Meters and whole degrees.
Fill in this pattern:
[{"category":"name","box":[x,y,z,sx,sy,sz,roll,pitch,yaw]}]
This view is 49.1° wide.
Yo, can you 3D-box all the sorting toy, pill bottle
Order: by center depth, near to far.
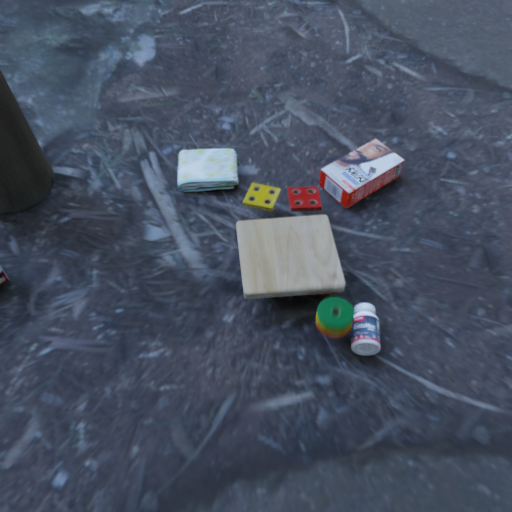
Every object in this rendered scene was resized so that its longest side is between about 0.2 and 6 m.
[{"category":"pill bottle","box":[1.908,1.274,9.824,0.496,0.496,0.830,4,53,3]},{"category":"sorting toy","box":[0.581,0.029,10.633,1.803,0.633,3.741,-5,49,-4]}]

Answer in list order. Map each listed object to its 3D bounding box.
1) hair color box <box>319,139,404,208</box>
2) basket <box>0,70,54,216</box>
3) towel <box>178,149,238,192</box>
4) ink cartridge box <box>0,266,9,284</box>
[{"category":"hair color box","box":[2.280,-1.806,12.149,1.637,0.523,0.908,-31,58,-23]},{"category":"basket","box":[-5.737,-2.718,11.224,2.787,3.091,2.102,31,59,22]},{"category":"towel","box":[-1.062,-1.904,12.367,1.307,0.315,1.119,-2,50,-1]},{"category":"ink cartridge box","box":[-5.314,0.336,10.207,1.157,1.016,0.485,-37,61,-24]}]
